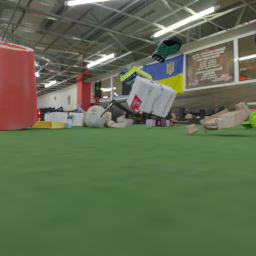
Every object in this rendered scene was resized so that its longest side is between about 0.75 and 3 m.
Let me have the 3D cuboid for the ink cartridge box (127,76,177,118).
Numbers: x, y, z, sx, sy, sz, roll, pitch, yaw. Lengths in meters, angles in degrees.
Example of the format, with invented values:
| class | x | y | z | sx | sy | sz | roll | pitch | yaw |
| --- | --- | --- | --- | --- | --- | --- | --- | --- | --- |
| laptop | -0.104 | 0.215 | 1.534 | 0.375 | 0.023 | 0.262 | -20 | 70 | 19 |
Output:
| class | x | y | z | sx | sy | sz | roll | pitch | yaw |
| --- | --- | --- | --- | --- | --- | --- | --- | --- | --- |
| ink cartridge box | 0.718 | -0.942 | 8.597 | 1.240 | 0.900 | 0.517 | 15 | 21 | -21 |

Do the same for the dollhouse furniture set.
| class | x | y | z | sx | sy | sz | roll | pitch | yaw |
| --- | --- | --- | --- | --- | --- | --- | --- | --- | --- |
| dollhouse furniture set | 1.504 | 0.022 | 3.686 | 1.181 | 0.576 | 1.007 | -24 | 1 | -2 |

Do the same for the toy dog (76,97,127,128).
| class | x | y | z | sx | sy | sz | roll | pitch | yaw |
| --- | --- | --- | --- | --- | --- | --- | --- | --- | --- |
| toy dog | -1.182 | -0.636 | 10.746 | 1.711 | 1.250 | 2.595 | 0 | 1 | -24 |

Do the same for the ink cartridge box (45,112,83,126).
| class | x | y | z | sx | sy | sz | roll | pitch | yaw |
| --- | --- | --- | --- | --- | --- | --- | --- | --- | --- |
| ink cartridge box | -3.429 | -0.446 | 15.108 | 1.746 | 0.750 | 1.279 | -2 | 2 | -40 |

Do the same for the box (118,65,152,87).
| class | x | y | z | sx | sy | sz | roll | pitch | yaw |
| --- | --- | --- | --- | --- | --- | --- | --- | --- | --- |
| box | 0.310 | -2.100 | 11.762 | 0.818 | 0.320 | 1.341 | -33 | -32 | 31 |

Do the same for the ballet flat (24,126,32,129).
| class | x | y | z | sx | sy | sz | roll | pitch | yaw |
| --- | --- | --- | --- | --- | --- | --- | --- | --- | --- |
| ballet flat | -4.162 | -0.438 | 8.425 | 2.794 | 0.939 | 0.951 | 0 | 1 | 11 |

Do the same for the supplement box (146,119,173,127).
| class | x | y | z | sx | sy | sz | roll | pitch | yaw |
| --- | --- | --- | --- | --- | --- | --- | --- | --- | --- |
| supplement box | 1.656 | -0.260 | 14.756 | 1.243 | 0.379 | 0.677 | 1 | 1 | -20 |

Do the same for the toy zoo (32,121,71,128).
| class | x | y | z | sx | sy | sz | roll | pitch | yaw |
| --- | --- | --- | --- | --- | --- | --- | --- | --- | --- |
| toy zoo | -3.093 | -0.112 | 9.639 | 2.343 | 0.240 | 1.537 | 0 | 1 | 7 |

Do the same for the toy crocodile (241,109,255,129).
| class | x | y | z | sx | sy | sz | roll | pitch | yaw |
| --- | --- | --- | --- | --- | --- | --- | --- | --- | --- |
| toy crocodile | 4.132 | -0.321 | 8.247 | 2.304 | 0.711 | 0.778 | 0 | 1 | 1 |

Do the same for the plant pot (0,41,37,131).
| class | x | y | z | sx | sy | sz | roll | pitch | yaw |
| --- | --- | --- | --- | --- | --- | --- | --- | --- | --- |
| plant pot | -3.196 | -1.146 | 6.878 | 2.096 | 1.855 | 2.096 | 12 | 15 | -3 |

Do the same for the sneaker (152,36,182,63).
| class | x | y | z | sx | sy | sz | roll | pitch | yaw |
| --- | --- | --- | --- | --- | --- | --- | --- | --- | --- |
| sneaker | 1.115 | -2.342 | 7.765 | 0.535 | 0.629 | 1.438 | 30 | -12 | -14 |

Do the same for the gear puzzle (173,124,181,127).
| class | x | y | z | sx | sy | sz | roll | pitch | yaw |
| --- | --- | --- | --- | --- | --- | --- | --- | --- | --- |
| gear puzzle | 2.365 | -0.144 | 15.542 | 1.246 | 0.163 | 0.646 | 4 | 1 | 27 |
